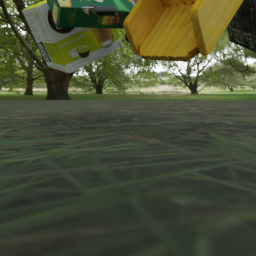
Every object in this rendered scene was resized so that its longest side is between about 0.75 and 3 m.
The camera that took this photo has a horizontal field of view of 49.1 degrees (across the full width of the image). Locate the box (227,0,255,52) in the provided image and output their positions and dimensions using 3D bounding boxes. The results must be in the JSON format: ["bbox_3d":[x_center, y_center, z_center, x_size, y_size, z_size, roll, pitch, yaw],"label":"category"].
[{"bbox_3d":[2.926,-2.794,6.978,0.420,1.646,1.298,-31,36,-2],"label":"box"}]

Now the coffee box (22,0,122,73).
[{"bbox_3d":[-1.968,-3.497,9.812,2.248,2.226,2.251,-32,31,-19],"label":"coffee box"}]

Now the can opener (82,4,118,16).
[{"bbox_3d":[-0.635,-2.644,6.230,0.881,0.293,0.232,14,-11,23],"label":"can opener"}]

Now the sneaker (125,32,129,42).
[{"bbox_3d":[0.807,-3.960,10.262,1.017,0.932,2.387,2,-16,-28],"label":"sneaker"}]

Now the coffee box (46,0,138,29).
[{"bbox_3d":[-0.775,-3.528,7.770,2.866,1.763,0.630,-8,-32,-27],"label":"coffee box"}]

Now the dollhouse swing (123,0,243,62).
[{"bbox_3d":[0.704,-2.938,5.755,2.142,2.214,2.436,38,-9,-36],"label":"dollhouse swing"}]
